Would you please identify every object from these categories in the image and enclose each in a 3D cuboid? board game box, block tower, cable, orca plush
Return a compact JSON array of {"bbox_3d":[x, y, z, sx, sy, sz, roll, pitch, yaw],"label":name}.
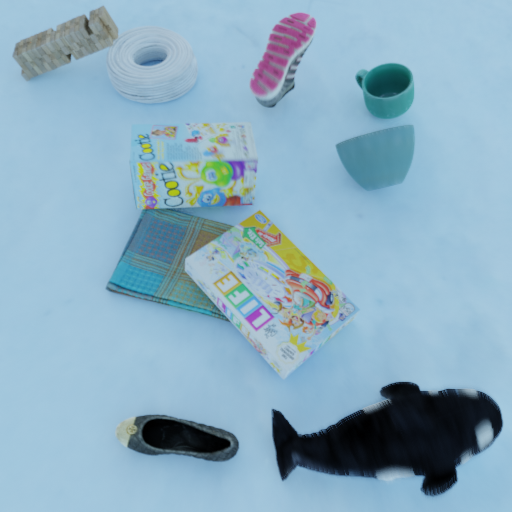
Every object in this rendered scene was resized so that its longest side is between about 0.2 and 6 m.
[{"bbox_3d":[0.250,0.583,9.634,1.735,0.442,2.581,-36,70,-25],"label":"board game box"},{"bbox_3d":[-4.386,-4.834,12.767,2.412,0.697,0.651,-19,51,11],"label":"block tower"},{"bbox_3d":[-2.391,-4.428,12.911,2.070,0.717,2.070,3,57,2],"label":"cable"},{"bbox_3d":[1.894,2.334,8.124,3.407,1.211,1.793,1,45,11],"label":"orca plush"},{"bbox_3d":[-1.194,-1.727,10.727,2.279,1.174,1.195,-2,48,-7],"label":"board game box"}]

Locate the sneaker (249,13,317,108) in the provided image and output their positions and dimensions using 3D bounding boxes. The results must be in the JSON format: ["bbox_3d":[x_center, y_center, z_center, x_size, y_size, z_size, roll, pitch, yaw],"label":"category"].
[{"bbox_3d":[0.588,-4.250,12.346,0.867,1.028,2.350,25,78,10],"label":"sneaker"}]

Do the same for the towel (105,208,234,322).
[{"bbox_3d":[-1.140,0.100,10.267,2.703,0.293,1.982,14,59,9],"label":"towel"}]

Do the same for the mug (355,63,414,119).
[{"bbox_3d":[2.867,-3.608,12.263,1.077,0.810,1.311,-18,55,8],"label":"mug"}]

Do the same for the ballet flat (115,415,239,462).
[{"bbox_3d":[-1.189,2.696,8.445,1.904,0.541,0.633,6,57,4],"label":"ballet flat"}]

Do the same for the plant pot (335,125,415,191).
[{"bbox_3d":[2.417,-1.852,10.973,1.530,1.530,1.031,-14,93,-9],"label":"plant pot"}]
